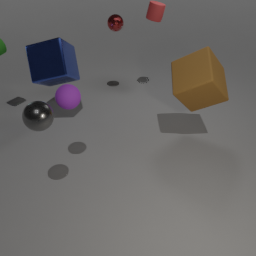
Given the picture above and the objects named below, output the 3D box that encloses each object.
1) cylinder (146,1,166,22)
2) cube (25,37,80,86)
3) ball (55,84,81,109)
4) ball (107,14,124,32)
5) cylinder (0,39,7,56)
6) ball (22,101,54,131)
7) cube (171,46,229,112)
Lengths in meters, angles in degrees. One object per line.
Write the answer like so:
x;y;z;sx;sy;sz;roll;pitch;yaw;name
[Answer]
1.187;-5.002;12.023;0.700;0.700;0.700;11;33;-7;cylinder
-2.835;-2.467;10.730;1.400;1.400;1.400;-10;1;11;cube
-1.658;-0.863;7.747;0.700;0.700;0.700;0;32;0;ball
-0.536;-4.504;12.009;0.700;0.700;0.700;0;32;0;ball
-5.148;-3.035;10.674;0.700;0.700;0.700;19;49;27;cylinder
-2.060;-0.272;6.426;0.700;0.700;0.700;0;32;0;ball
2.435;-1.611;9.560;1.400;1.400;1.400;-18;57;33;cube
